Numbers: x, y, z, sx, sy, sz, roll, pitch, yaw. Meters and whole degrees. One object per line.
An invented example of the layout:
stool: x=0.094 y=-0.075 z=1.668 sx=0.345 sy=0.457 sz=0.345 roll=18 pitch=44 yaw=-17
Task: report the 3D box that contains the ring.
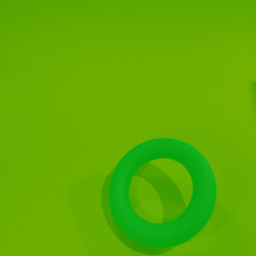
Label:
ring: x=0.589 y=1.143 z=5.272 sx=2.080 sy=0.416 sz=2.080 roll=-11 pitch=59 yaw=19
